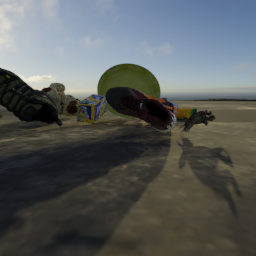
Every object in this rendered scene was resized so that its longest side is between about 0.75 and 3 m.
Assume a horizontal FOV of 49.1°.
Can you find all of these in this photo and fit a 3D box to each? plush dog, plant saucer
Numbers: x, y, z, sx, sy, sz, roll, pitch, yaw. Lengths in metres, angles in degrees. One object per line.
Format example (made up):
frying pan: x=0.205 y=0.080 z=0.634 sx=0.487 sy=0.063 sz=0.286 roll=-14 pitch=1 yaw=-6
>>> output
plush dog: x=-2.839 y=-0.991 z=12.216 sx=1.708 sy=1.596 sz=1.989 roll=16 pitch=17 yaw=-3
plant saucer: x=0.038 y=-1.657 z=12.801 sx=2.878 sy=2.878 sz=0.447 roll=-1 pitch=-24 yaw=-5

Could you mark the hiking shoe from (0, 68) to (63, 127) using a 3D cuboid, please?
hiking shoe: x=-3.195 y=-0.877 z=8.289 sx=2.822 sy=1.069 sz=1.421 roll=21 pitch=14 yaw=-43

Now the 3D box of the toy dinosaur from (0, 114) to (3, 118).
toy dinosaur: x=-4.945 y=-0.446 z=7.621 sx=2.682 sy=0.781 sz=1.356 roll=-9 pitch=0 yaw=-35

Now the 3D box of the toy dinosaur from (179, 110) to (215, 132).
toy dinosaur: x=1.902 y=-0.282 z=7.463 sx=0.641 sy=0.483 sz=1.254 roll=0 pitch=19 yaw=42

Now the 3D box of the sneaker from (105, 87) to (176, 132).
sneaker: x=0.268 y=-0.645 z=7.177 sx=2.100 sy=0.795 sz=1.213 roll=25 pitch=-4 yaw=14

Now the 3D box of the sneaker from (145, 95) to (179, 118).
sneaker: x=0.743 y=-0.787 z=9.661 sx=1.384 sy=0.958 sz=2.470 roll=17 pitch=1 yaw=-11

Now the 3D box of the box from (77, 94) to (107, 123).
box: x=-1.322 y=-0.765 z=10.604 sx=0.648 sy=0.706 sz=2.014 roll=6 pitch=16 yaw=7

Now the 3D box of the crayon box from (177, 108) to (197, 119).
crayon box: x=2.301 y=-0.656 z=12.377 sx=1.019 sy=0.408 sz=1.605 roll=3 pitch=8 yaw=32
